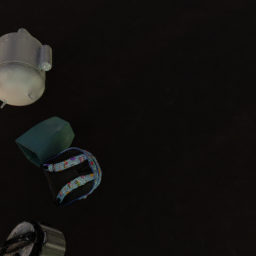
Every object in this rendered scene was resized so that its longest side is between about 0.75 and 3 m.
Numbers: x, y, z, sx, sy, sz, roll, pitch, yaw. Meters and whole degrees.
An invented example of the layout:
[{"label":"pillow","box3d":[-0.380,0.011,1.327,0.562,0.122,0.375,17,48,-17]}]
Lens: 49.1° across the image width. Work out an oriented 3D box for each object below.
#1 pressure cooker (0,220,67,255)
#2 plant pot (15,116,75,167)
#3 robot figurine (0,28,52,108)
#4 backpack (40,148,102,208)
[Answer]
[{"label":"pressure cooker","box3d":[-1.959,2.473,5.768,1.040,1.164,1.024,19,73,45]},{"label":"plant pot","box3d":[-1.985,0.323,7.067,0.825,0.825,1.168,23,56,30]},{"label":"robot figurine","box3d":[-2.908,-1.567,7.489,1.991,1.326,2.347,-21,57,16]},{"label":"backpack","box3d":[-1.172,1.024,6.393,1.325,0.891,1.209,-29,80,28]}]
